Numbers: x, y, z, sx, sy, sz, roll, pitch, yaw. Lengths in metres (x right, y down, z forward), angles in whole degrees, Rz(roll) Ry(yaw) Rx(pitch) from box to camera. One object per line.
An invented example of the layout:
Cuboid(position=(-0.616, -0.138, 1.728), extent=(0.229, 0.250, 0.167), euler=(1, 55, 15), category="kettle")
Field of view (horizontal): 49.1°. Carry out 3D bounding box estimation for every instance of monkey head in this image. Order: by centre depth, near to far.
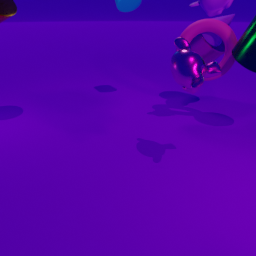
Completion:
Cuboid(position=(1.374, -1.239, 5.705), extent=(0.988, 0.828, 1.374), euler=(-18, 58, 10), category="monkey head")
Cuboid(position=(2.235, -3.411, 7.276), extent=(1.269, 0.765, 0.913), euler=(-35, 25, 20), category="monkey head")

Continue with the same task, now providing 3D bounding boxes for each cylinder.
Cuboid(position=(3.653, -2.282, 7.559), extent=(1.197, 1.197, 1.197), euler=(13, 45, -13), category="cylinder")
Cuboid(position=(-0.067, -4.856, 10.101), extent=(0.914, 0.914, 0.914), euler=(-14, -13, -3), category="cylinder")
Cuboid(position=(2.770, -3.003, 10.351), extent=(1.332, 1.332, 1.332), euler=(-17, -11, -34), category="cylinder")

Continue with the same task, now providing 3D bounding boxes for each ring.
Cuboid(position=(2.423, -2.394, 8.697), extent=(1.869, 1.869, 0.374), euler=(7, 19, 15), category="ring")

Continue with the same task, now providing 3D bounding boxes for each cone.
Cuboid(position=(-4.005, -2.959, 7.590), extent=(1.461, 1.467, 1.461), euler=(29, 36, -23), category="cone")
Cuboid(position=(2.940, -3.245, 8.741), extent=(0.971, 0.971, 0.974), euler=(-19, -8, -37), category="cone")
